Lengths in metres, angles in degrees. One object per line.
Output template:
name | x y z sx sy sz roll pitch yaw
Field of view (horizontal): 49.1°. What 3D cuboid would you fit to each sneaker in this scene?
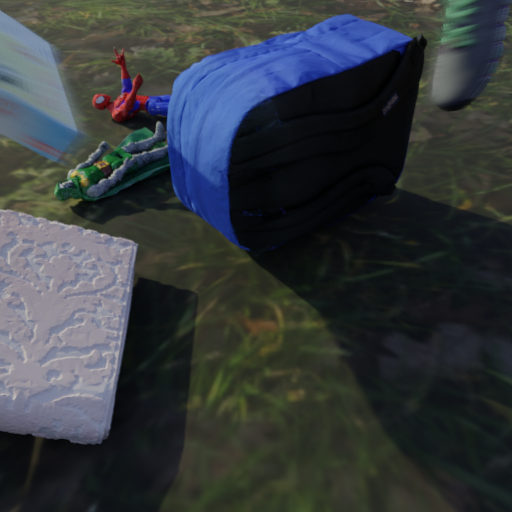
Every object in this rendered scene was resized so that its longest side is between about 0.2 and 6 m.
sneaker | 3.137 -3.825 8.463 1.344 3.070 1.142 9 15 -34

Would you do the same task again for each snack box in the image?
snack box | -3.186 -2.373 6.818 1.596 0.510 2.747 29 22 -43

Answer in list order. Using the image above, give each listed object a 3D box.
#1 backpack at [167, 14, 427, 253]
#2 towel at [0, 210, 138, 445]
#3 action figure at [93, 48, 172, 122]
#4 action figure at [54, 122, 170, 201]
backpack | 0.315 -1.723 8.148 3.364 2.733 2.823 -32 45 -29
towel | -3.030 0.542 6.317 3.133 0.505 2.992 15 38 -15
action figure | -1.991 -3.380 11.307 2.799 1.385 0.913 0 39 4
action figure | -2.385 -1.550 9.626 1.424 0.659 2.412 32 52 29
